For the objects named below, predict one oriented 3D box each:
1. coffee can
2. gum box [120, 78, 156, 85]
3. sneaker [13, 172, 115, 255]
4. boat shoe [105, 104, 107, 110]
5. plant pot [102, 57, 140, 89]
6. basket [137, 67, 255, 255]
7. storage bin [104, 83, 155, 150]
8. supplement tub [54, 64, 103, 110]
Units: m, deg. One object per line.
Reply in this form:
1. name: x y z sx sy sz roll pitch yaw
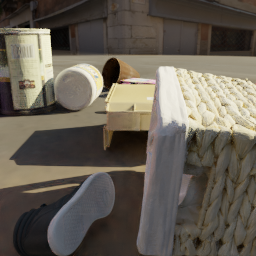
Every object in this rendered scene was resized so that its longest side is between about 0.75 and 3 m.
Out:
1. coffee can: -3.682 -2.030 9.930 2.034 2.779 2.034 0 18 0
2. gum box: 0.793 -1.824 12.770 2.026 0.670 1.150 11 19 30
3. sneaker: -0.778 1.046 3.611 0.835 0.595 1.684 -17 6 22
4. boat shoe: -0.325 -0.719 9.882 1.023 0.377 0.354 -7 19 8
5. plant pot: -0.240 -2.711 14.590 1.677 1.568 1.568 5 11 -40
6. basket: 1.105 0.298 4.035 1.650 1.813 2.675 7 25 4
7. storage bin: 0.758 -0.341 7.206 2.523 1.182 2.504 1 21 2
8. supplement tub: -1.810 -1.647 10.782 1.537 1.537 2.124 1 19 5
